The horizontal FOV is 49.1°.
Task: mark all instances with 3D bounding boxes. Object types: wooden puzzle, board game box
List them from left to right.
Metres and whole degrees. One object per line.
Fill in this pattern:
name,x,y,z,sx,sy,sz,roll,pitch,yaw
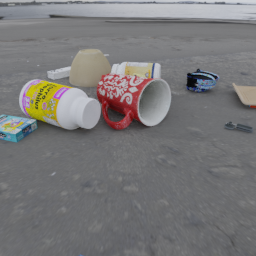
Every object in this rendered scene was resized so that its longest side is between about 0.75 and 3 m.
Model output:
board game box,-3.897,-0.014,9.200,1.404,0.329,1.060,9,28,17
wooden puzzle,5.677,-1.263,11.649,2.379,0.443,2.201,8,27,6

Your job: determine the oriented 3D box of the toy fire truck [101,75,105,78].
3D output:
toy fire truck,-0.018,-2.397,13.616,2.421,0.590,1.707,2,29,1

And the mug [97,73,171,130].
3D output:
mug,-0.094,-1.109,10.018,2.181,1.639,2.457,-20,30,-37

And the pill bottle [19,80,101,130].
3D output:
pill bottle,-2.277,-0.762,9.493,2.671,1.392,1.392,16,31,27

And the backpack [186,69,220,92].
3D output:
backpack,3.437,-2.112,12.747,1.288,0.867,1.176,20,33,36

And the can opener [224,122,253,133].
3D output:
can opener,3.698,0.000,9.355,0.902,0.237,0.300,15,65,30

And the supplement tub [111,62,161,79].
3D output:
supplement tub,0.358,-2.088,12.066,2.008,1.450,1.450,4,27,9

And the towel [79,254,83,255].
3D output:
towel,-0.099,2.594,3.824,2.138,0.519,1.194,12,30,22

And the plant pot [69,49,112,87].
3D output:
plant pot,-1.858,-3.109,14.036,2.239,1.503,2.239,1,27,0

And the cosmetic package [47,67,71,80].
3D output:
cosmetic package,-3.486,-2.952,14.967,0.609,0.374,1.475,25,36,39
